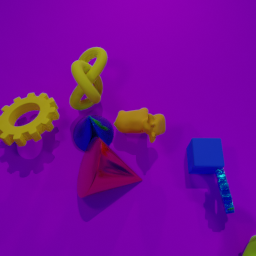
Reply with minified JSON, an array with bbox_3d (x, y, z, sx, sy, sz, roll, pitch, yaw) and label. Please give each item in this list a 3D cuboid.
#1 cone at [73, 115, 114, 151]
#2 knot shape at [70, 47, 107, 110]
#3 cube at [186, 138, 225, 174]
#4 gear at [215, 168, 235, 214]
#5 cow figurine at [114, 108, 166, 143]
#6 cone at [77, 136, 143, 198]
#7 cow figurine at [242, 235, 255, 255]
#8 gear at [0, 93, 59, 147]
[{"bbox_3d":[-1.026,-0.072,7.871,1.229,1.233,1.229,0,67,-1],"label":"cone"},{"bbox_3d":[-1.094,-1.455,7.862,0.865,1.872,1.752,9,75,-6],"label":"knot shape"},{"bbox_3d":[2.110,0.785,7.736,0.799,0.799,0.799,0,66,0],"label":"cube"},{"bbox_3d":[2.463,1.607,7.160,0.208,1.123,1.123,-14,65,13],"label":"gear"},{"bbox_3d":[0.299,-0.111,7.722,1.449,1.426,0.795,-3,106,6],"label":"cow figurine"},{"bbox_3d":[-0.316,1.223,7.548,1.636,1.630,1.630,18,64,-21],"label":"cone"},{"bbox_3d":[3.144,2.788,6.399,0.828,1.484,1.508,34,72,27],"label":"cow figurine"},{"bbox_3d":[-2.791,-0.274,7.726,1.737,0.321,1.737,-8,47,8],"label":"gear"}]
